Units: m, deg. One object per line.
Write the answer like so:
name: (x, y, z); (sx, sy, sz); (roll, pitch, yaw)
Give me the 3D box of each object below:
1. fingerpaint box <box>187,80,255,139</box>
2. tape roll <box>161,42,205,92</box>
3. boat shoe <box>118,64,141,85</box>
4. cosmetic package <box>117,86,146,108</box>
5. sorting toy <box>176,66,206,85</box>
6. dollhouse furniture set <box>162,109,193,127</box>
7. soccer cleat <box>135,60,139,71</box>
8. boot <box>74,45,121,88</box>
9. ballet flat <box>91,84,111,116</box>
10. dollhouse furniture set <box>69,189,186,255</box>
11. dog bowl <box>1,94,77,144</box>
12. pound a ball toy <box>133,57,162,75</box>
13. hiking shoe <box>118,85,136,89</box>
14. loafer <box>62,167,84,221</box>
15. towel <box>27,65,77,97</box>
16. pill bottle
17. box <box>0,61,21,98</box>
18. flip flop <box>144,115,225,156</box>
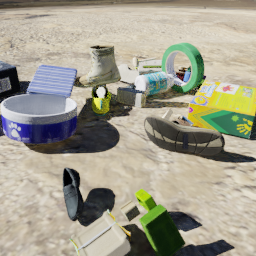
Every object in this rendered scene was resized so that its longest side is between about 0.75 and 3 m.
fingerpaint box: (4.107, -0.915, 11.941); (2.471, 1.087, 2.962); (14, 32, 21)
tape roll: (2.749, -3.075, 14.285); (0.587, 2.444, 2.444); (-21, 36, -31)
boat shoe: (0.103, -2.858, 15.846); (0.876, 1.014, 2.792); (33, 4, -35)
cosmetic package: (0.151, -1.493, 13.333); (1.361, 0.716, 0.484); (19, 34, 26)
sorting toy: (3.435, -2.870, 15.173); (2.074, 0.851, 1.246); (16, 9, 28)
dollhouse furniture set: (1.777, 0.086, 11.070); (1.233, 0.804, 1.164); (35, 60, 0)
soccer cleat: (0.682, -3.860, 17.549); (0.689, 0.533, 1.648); (-15, 34, -20)
boot: (-1.561, -2.775, 12.568); (2.270, 1.755, 0.818); (-8, 35, 6)
ballet flat: (-1.275, -1.625, 13.280); (0.972, 0.975, 2.909); (-3, 30, -5)
dollhouse furniture set: (-0.053, 2.625, 6.532); (2.170, 1.089, 1.421); (-31, 18, -16)
dog bowl: (-3.336, -0.438, 10.716); (2.742, 1.080, 2.742); (5, 22, -2)
pound a ball toy: (1.380, -3.412, 16.124); (2.249, 0.955, 1.467); (-1, -5, -2)
hiking shoe: (-0.107, -1.799, 14.046); (0.513, 0.597, 1.378); (-8, 6, -35)
loafer: (-1.537, 1.739, 7.508); (0.525, 0.543, 1.547); (-32, 45, 16)
towel: (-3.270, -2.088, 12.394); (1.821, 0.300, 2.515); (5, 37, -5)
pill bottle: (1.396, -2.285, 14.320); (1.909, 1.058, 1.058); (-15, 34, -24)
box: (-7.173, -2.568, 14.473); (2.604, 1.394, 1.933); (23, 37, 34)
flip flop: (1.947, 0.188, 9.925); (2.919, 1.184, 0.840); (11, 31, 22)
